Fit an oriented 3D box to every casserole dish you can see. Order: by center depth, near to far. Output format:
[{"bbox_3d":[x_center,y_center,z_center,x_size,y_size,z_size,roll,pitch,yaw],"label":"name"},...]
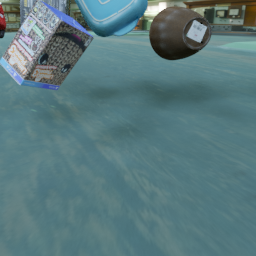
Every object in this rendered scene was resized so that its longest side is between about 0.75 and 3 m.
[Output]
[{"bbox_3d":[-0.547,-2.998,5.692,1.398,2.308,0.448,-27,-4,10],"label":"casserole dish"}]

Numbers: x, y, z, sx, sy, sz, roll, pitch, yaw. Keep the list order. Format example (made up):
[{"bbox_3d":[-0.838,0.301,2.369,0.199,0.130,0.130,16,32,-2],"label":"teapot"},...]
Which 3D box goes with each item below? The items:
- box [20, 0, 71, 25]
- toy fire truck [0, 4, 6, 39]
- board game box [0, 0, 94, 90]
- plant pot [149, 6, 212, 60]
[{"bbox_3d":[-2.003,-3.177,6.819,1.187,1.498,0.362,12,28,6],"label":"box"},{"bbox_3d":[-3.326,-2.170,5.835,2.260,1.594,0.551,-28,-19,38],"label":"toy fire truck"},{"bbox_3d":[-1.226,-1.208,4.316,0.540,1.115,0.889,45,18,15],"label":"board game box"},{"bbox_3d":[1.560,-2.617,7.757,1.567,1.567,1.677,-5,18,-11],"label":"plant pot"}]
